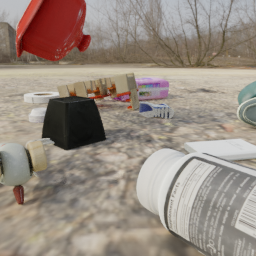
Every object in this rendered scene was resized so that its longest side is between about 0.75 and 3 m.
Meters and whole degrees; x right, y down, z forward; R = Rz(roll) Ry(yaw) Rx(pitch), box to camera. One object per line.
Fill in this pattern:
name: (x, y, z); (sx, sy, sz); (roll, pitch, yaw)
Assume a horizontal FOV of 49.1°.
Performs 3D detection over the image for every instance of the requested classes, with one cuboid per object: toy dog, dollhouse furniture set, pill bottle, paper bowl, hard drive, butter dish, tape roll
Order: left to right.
toy dog: (-1.992, 0.734, 4.895); (1.312, 0.958, 1.990); (-5, 1, -9)
paper bowl: (-3.066, -0.464, 9.842); (0.811, 0.422, 0.811); (0, 16, 0)
tape roll: (-4.237, -1.535, 14.039); (1.855, 0.339, 1.855); (0, 16, 0)
butter dish: (-2.027, -2.998, 8.399); (1.958, 2.641, 2.649); (29, -5, -21)
dollhouse furniture set: (-1.084, -1.415, 12.319); (2.944, 1.533, 2.976); (-6, 11, 24)
pill bottle: (1.055, 0.910, 3.259); (1.109, 1.109, 1.905); (-12, 19, -38)
hard drive: (2.220, 0.516, 6.544); (1.509, 0.201, 0.995); (-3, 15, -13)

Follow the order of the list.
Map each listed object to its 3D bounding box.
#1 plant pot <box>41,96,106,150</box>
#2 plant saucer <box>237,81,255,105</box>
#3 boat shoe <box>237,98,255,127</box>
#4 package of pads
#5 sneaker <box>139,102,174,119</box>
plant pot: (-1.490, -0.224, 7.503); (1.301, 1.154, 1.298); (-15, 20, -42)
plant saucer: (4.888, -0.870, 9.179); (2.433, 0.333, 2.433); (10, -25, 5)
boat shoe: (4.794, -0.391, 8.425); (2.799, 1.019, 0.865); (6, 11, 2)
package of pads: (0.559, -2.060, 14.629); (2.799, 1.059, 1.686); (-8, 14, -29)
sneaker: (1.095, -0.667, 10.557); (1.327, 0.536, 0.767); (10, 13, 12)
